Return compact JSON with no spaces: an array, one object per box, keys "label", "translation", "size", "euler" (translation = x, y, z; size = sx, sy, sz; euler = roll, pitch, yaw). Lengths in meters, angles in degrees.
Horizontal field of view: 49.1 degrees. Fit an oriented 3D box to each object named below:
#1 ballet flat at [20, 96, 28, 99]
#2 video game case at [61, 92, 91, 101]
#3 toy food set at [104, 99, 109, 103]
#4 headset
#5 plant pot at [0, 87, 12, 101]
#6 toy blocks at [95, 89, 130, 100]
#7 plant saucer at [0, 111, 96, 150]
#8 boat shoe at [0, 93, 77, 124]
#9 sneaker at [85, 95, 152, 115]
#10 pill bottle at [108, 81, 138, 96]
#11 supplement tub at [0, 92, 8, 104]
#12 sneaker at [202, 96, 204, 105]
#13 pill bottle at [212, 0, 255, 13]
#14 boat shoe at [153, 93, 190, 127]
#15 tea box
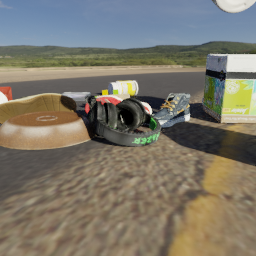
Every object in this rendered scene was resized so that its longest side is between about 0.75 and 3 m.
[{"label":"ballet flat","translation":[-4.610,-1.269,13.092],"size":[1.147,0.390,0.392],"euler":[2,24,10]},{"label":"video game case","translation":[-2.956,-1.718,15.214],"size":[1.539,0.204,2.154],"euler":[0,15,2]},{"label":"toy food set","translation":[-0.812,-0.382,8.295],"size":[0.321,0.984,0.579],"euler":[-1,35,-35]},{"label":"headset","translation":[-0.372,-0.156,7.936],"size":[1.754,1.335,2.841],"euler":[-9,34,-38]},{"label":"plant pot","translation":[-5.624,-1.299,12.430],"size":[0.852,0.851,0.751],"euler":[-5,26,-19]},{"label":"toy blocks","translation":[-0.573,-1.160,12.028],"size":[1.745,0.872,1.193],"euler":[-4,2,2]},{"label":"plant saucer","translation":[-2.318,-0.061,8.024],"size":[2.867,0.524,2.867],"euler":[0,15,0]},{"label":"boat shoe","translation":[-3.172,-0.713,9.773],"size":[2.697,0.973,0.876],"euler":[-9,17,-13]},{"label":"sneaker","translation":[-0.438,-0.574,9.192],"size":[2.340,0.917,1.352],"euler":[1,11,10]},{"label":"pill bottle","translation":[-0.278,-2.221,15.820],"size":[1.517,0.867,0.867],"euler":[-7,16,-27]},{"label":"supplement tub","translation":[-5.262,-0.977,10.525],"size":[1.053,1.053,1.596],"euler":[-12,17,-38]},{"label":"sneaker","translation":[4.121,-1.055,12.015],"size":[1.877,0.727,0.748],"euler":[-6,34,-6]},{"label":"pill bottle","translation":[1.532,-2.393,4.410],"size":[0.730,0.730,1.314],"euler":[-1,41,-3]},{"label":"boat shoe","translation":[1.355,-0.639,9.328],"size":[0.757,0.971,2.139],"euler":[12,19,40]},{"label":"tea box","translation":[3.795,-1.487,10.048],"size":[1.533,2.258,2.295],"euler":[0,14,0]}]
